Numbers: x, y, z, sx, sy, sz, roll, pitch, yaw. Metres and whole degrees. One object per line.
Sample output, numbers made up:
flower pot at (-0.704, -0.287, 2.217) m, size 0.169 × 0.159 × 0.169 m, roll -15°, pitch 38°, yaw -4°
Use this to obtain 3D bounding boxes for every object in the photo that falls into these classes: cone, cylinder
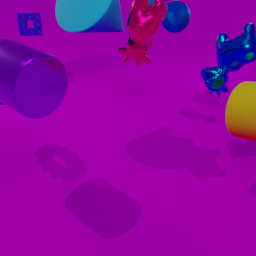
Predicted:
cone at (1.645, -3.514, 8.905) m, size 0.926 × 0.926 × 0.929 m, roll 19°, pitch 26°, yaw 22°
cone at (-0.543, -2.706, 6.748) m, size 1.661 × 1.661 × 1.667 m, roll 30°, pitch 6°, yaw 32°
cylinder at (2.854, -0.286, 5.685) m, size 1.229 × 1.229 × 1.229 m, roll -27°, pitch 27°, yaw -30°
cylinder at (-1.901, -0.901, 5.109) m, size 1.155 × 1.155 × 1.155 m, roll 26°, pitch 45°, yaw 30°

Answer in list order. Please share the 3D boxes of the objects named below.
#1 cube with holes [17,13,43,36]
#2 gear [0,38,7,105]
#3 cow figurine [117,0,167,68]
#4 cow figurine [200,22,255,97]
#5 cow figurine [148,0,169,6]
cube with holes at (-3.550, -3.766, 10.180) m, size 0.767 × 0.767 × 0.767 m, roll -6°, pitch 22°, yaw -13°
gear at (-2.883, -1.276, 6.432) m, size 0.271 × 1.467 × 1.467 m, roll -2°, pitch 34°, yaw -37°
cow figurine at (0.290, -2.094, 6.247) m, size 0.887 × 1.591 × 1.616 m, roll 22°, pitch 21°, yaw 0°
cow figurine at (2.474, -1.557, 6.699) m, size 0.835 × 1.497 × 1.521 m, roll 16°, pitch -14°, yaw -34°
cow figurine at (0.650, -3.590, 7.588) m, size 0.975 × 0.959 × 0.535 m, roll 39°, pitch 35°, yaw 22°
